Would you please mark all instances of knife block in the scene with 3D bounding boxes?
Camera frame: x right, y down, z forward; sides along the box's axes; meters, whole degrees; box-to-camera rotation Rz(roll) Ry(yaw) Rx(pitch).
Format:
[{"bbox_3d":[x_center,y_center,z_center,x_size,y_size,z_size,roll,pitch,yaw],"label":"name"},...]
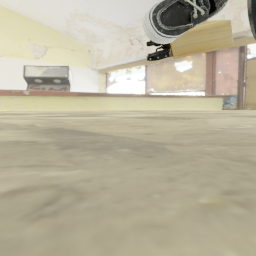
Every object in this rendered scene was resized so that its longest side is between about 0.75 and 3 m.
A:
[{"bbox_3d":[1.989,-3.031,10.031,2.385,0.869,2.717,-29,29,-19],"label":"knife block"}]

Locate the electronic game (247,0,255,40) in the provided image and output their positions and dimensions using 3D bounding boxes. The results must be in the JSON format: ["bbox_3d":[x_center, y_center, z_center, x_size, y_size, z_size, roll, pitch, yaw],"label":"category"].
[{"bbox_3d":[3.078,-2.711,6.106,0.407,1.957,1.957,6,7,42],"label":"electronic game"}]

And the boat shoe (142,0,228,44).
[{"bbox_3d":[1.621,-3.067,7.290,2.983,1.070,1.011,-29,6,-34],"label":"boat shoe"}]
